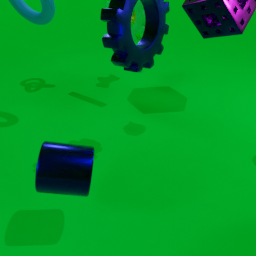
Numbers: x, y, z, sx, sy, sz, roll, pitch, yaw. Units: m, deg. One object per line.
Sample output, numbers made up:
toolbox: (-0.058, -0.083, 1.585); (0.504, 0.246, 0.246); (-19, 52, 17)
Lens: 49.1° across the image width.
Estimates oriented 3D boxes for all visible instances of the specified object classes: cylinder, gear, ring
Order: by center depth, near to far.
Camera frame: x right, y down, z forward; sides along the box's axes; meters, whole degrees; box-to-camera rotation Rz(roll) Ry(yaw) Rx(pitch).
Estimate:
cylinder: (-1.059, 0.699, 4.797); (0.870, 0.870, 0.870); (7, 34, -9)
gear: (0.210, -2.056, 5.486); (0.344, 1.859, 1.859); (17, 38, 33)
ring: (-2.494, -3.309, 6.973); (1.577, 1.577, 0.315); (20, 58, 26)
gear: (-0.032, -3.396, 8.586); (1.587, 1.587, 0.293); (22, 25, 28)

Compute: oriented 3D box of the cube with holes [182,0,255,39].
cube with holes: (2.786, -3.741, 8.338); (1.397, 1.397, 1.397); (15, 70, 53)

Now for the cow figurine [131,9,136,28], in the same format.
cow figurine: (0.434, -3.894, 10.120); (1.197, 0.657, 1.178); (-7, 72, -32)
